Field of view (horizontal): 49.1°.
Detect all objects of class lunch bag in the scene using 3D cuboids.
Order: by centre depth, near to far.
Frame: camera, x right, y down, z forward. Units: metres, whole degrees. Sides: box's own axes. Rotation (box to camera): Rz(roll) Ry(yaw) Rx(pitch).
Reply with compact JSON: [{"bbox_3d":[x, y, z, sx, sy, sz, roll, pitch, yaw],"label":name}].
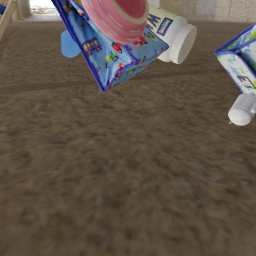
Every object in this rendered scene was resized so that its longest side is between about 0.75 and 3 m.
[{"bbox_3d":[2.923,-1.285,5.608,1.267,1.691,1.989,-48,13,-26],"label":"lunch bag"},{"bbox_3d":[-0.477,-2.274,6.199,1.140,2.423,1.824,-36,2,37],"label":"lunch bag"}]

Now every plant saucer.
[{"bbox_3d":[-0.131,-1.918,4.079,0.338,1.335,1.335,-18,10,40],"label":"plant saucer"}]

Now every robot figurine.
[{"bbox_3d":[2.247,-0.358,5.441,0.759,0.429,0.644,-52,14,-22],"label":"robot figurine"}]

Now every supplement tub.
[{"bbox_3d":[1.188,-3.477,10.372,2.284,1.656,1.656,30,35,18],"label":"supplement tub"}]

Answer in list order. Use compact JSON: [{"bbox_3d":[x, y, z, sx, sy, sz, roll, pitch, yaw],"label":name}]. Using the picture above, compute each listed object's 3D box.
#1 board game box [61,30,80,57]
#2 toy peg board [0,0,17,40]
[{"bbox_3d":[-1.990,-2.992,9.939,0.762,0.964,0.188,1,9,19],"label":"board game box"},{"bbox_3d":[-2.018,-1.380,3.788,0.455,0.930,0.926,24,3,-39],"label":"toy peg board"}]
